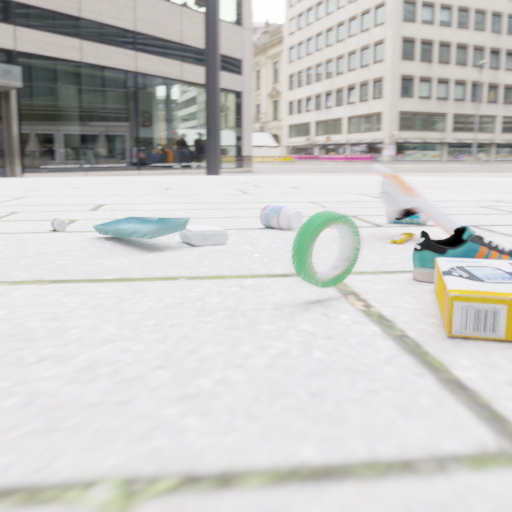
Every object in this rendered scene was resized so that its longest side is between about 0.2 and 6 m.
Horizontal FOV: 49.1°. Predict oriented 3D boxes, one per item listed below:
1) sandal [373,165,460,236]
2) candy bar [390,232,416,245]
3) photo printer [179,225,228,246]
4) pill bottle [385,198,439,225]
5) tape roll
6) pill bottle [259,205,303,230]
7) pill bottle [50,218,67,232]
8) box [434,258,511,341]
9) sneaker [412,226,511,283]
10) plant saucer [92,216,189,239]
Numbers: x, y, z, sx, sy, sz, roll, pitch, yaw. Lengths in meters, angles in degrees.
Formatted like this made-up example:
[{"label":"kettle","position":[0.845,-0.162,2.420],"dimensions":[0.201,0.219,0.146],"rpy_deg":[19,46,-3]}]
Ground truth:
[{"label":"sandal","position":[3.460,-1.037,12.623],"dimensions":[1.088,0.813,2.839],"rpy_deg":[10,33,-52]},{"label":"candy bar","position":[3.262,-0.404,12.421],"dimensions":[0.328,0.146,1.317],"rpy_deg":[-1,9,27]},{"label":"photo printer","position":[-1.169,-0.456,12.097],"dimensions":[0.848,0.354,1.019],"rpy_deg":[-2,10,-25]},{"label":"pill bottle","position":[4.275,-1.238,15.329],"dimensions":[1.359,0.753,0.753],"rpy_deg":[4,11,25]},{"label":"tape roll","position":[0.907,-0.078,7.196],"dimensions":[0.980,0.980,0.236],"rpy_deg":[-7,17,-35]},{"label":"pill bottle","position":[0.649,-0.979,14.303],"dimensions":[0.602,0.602,1.107],"rpy_deg":[-10,14,-44]},{"label":"pill bottle","position":[-4.983,-0.794,14.091],"dimensions":[0.319,0.319,0.561],"rpy_deg":[-6,12,-31]},{"label":"box","position":[3.021,0.445,6.800],"dimensions":[1.542,0.537,2.590],"rpy_deg":[3,8,14]},{"label":"sneaker","position":[3.407,-0.032,8.461],"dimensions":[2.064,0.825,0.737],"rpy_deg":[-1,10,-3]},{"label":"plant saucer","position":[-2.535,-0.619,12.055],"dimensions":[0.981,0.266,2.806],"rpy_deg":[-20,15,-35]}]
